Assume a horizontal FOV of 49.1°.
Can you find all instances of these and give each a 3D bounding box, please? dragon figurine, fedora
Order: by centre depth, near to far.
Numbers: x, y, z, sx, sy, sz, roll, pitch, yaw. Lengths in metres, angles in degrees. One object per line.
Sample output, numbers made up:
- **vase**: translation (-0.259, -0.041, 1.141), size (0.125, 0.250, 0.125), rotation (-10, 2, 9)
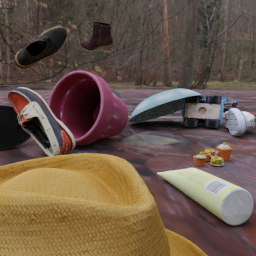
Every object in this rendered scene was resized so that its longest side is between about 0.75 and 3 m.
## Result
- **fedora**: translation (-0.443, 0.721, 1.902), size (2.294, 0.936, 2.294), rotation (1, 10, 0)
- **dragon figurine**: translation (4.499, -1.158, 13.778), size (1.191, 0.705, 2.395), rotation (-1, 10, -6)

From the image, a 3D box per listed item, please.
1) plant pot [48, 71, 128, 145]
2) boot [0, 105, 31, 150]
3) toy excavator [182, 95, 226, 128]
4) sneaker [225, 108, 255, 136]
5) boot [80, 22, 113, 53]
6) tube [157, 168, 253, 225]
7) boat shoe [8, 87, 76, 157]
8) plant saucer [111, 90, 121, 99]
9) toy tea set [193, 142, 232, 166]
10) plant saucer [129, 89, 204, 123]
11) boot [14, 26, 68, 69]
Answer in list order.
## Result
- **plant pot**: translation (-0.844, -0.396, 6.920), size (1.707, 1.707, 1.528), rotation (6, -4, 33)
- **boot**: translation (-3.886, -0.105, 6.673), size (2.846, 0.985, 2.478), rotation (-8, 13, -29)
- **toy excavator**: translation (2.851, -0.516, 9.595), size (1.987, 1.021, 2.043), rotation (3, 1, 11)
- **sneaker**: translation (3.269, -0.225, 8.049), size (0.735, 0.758, 2.075), rotation (-2, 8, 13)
- **boot**: translation (-1.084, -3.070, 9.341), size (1.248, 1.038, 0.451), rotation (13, 50, 14)
- **tube**: translation (0.934, 0.742, 3.601), size (0.454, 0.406, 1.564), rotation (38, -5, -16)
- **boat shoe**: translation (-1.884, -0.138, 5.730), size (1.870, 0.666, 0.585), rotation (45, 36, 12)
- **plant saucer**: translation (-1.433, -0.702, 10.021), size (2.472, 0.476, 2.472), rotation (-10, -16, -3)
- **toy tea set**: translation (1.563, 0.464, 5.189), size (0.554, 0.345, 0.931), rotation (6, 11, 33)
- **plant saucer**: translation (1.203, -0.821, 9.396), size (2.603, 0.501, 2.603), rotation (-17, -7, -2)
- **boot**: translation (-0.930, -0.978, 3.256), size (0.757, 0.293, 0.524), rotation (-50, 23, -22)
